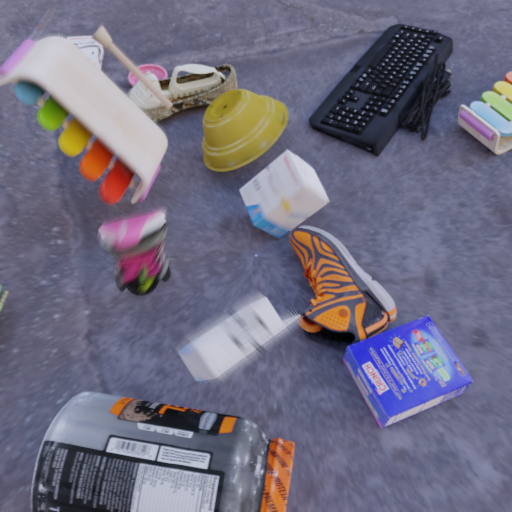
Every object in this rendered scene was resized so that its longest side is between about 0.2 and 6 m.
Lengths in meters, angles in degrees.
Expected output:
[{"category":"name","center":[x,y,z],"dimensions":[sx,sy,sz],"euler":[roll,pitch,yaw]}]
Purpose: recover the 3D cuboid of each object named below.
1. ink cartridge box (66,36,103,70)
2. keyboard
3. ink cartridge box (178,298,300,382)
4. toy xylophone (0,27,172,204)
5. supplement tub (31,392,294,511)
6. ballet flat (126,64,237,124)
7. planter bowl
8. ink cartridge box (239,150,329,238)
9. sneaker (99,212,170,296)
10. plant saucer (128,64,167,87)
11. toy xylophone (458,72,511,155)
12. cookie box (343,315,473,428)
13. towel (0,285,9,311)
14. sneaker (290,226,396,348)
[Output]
[{"category":"ink cartridge box","center":[-4.145,-4.741,13.383],"dimensions":[0.812,0.473,1.121],"euler":[-3,53,-2]},{"category":"keyboard","center":[3.268,-4.113,12.671],"dimensions":[2.422,0.922,4.654],"euler":[26,59,18]},{"category":"ink cartridge box","center":[-0.193,0.913,6.561],"dimensions":[1.293,0.750,0.438],"euler":[-32,89,-27]},{"category":"toy xylophone","center":[-2.624,-2.484,9.604],"dimensions":[0.792,3.152,2.307],"euler":[-20,31,37]},{"category":"supplement tub","center":[-1.057,2.789,6.972],"dimensions":[2.917,1.787,1.787],"euler":[8,54,6]},{"category":"ballet flat","center":[-1.793,-3.602,12.113],"dimensions":[2.940,1.107,0.997],"euler":[-19,66,-13]},{"category":"planter bowl","center":[-0.427,-2.640,10.932],"dimensions":[1.977,0.824,1.977],"euler":[-22,43,22]},{"category":"ink cartridge box","center":[0.503,-1.079,10.006],"dimensions":[1.188,0.859,0.875],"euler":[-36,55,23]},{"category":"sneaker","center":[-1.647,0.030,7.993],"dimensions":[0.891,2.415,1.056],"euler":[-14,90,-12]},{"category":"plant saucer","center":[-2.518,-4.118,13.073],"dimensions":[0.908,0.230,0.908],"euler":[1,53,-1]},{"category":"toy xylophone","center":[5.848,-2.963,11.877],"dimensions":[3.050,0.766,2.233],"euler":[-34,61,-22]},{"category":"cookie box","center":[2.262,1.735,8.517],"dimensions":[1.456,0.547,1.245],"euler":[-18,55,-13]},{"category":"towel","center":[-5.058,0.993,8.681],"dimensions":[2.006,0.228,1.441],"euler":[4,53,4]},{"category":"sneaker","center":[1.050,0.513,9.208],"dimensions":[1.323,0.916,2.361],"euler":[-33,55,-17]}]
